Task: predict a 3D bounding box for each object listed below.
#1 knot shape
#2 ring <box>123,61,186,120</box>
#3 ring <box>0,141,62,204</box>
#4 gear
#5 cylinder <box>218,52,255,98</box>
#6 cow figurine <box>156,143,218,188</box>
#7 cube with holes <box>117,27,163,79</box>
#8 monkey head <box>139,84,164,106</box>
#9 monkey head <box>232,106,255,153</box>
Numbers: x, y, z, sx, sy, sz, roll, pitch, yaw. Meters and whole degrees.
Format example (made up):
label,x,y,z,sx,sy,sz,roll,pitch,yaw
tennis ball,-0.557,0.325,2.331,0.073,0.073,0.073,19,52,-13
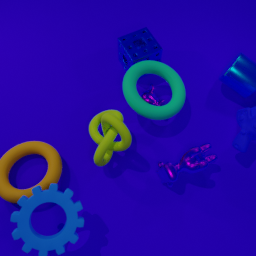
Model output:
label,x,y,z,sx,sy,sz,roll,pitch,yaw
knot shape,-0.461,0.165,7.385,0.750,1.518,1.622,9,72,-27
ring,0.771,-1.117,8.095,1.899,0.380,1.899,6,66,-14
ring,-2.677,1.150,7.513,1.824,0.365,1.824,-2,55,3
gear,-1.740,2.004,6.141,1.507,0.279,1.507,1,85,-12
cylinder,3.456,-1.586,8.468,1.008,1.008,1.008,37,68,1
cow figurine,1.528,0.982,7.506,1.419,1.396,0.779,-13,73,-50
cube with holes,0.362,-2.359,9.020,1.034,1.034,1.034,-25,66,-12
monkey head,0.657,-0.814,8.370,0.645,0.770,1.070,40,70,-20
monkey head,3.448,0.065,7.522,1.090,1.301,1.809,11,20,-34
